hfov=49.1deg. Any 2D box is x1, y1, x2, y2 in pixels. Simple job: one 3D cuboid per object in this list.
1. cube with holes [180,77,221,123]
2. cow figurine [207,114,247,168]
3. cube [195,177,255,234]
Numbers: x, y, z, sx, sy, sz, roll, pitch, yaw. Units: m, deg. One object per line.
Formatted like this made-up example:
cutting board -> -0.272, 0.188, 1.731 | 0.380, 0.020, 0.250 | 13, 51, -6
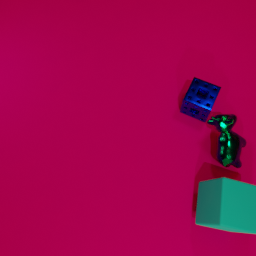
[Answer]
cube with holes -> 2.086, -0.810, 8.144 | 0.815, 0.815, 0.815 | 24, 71, 13
cow figurine -> 2.621, 0.320, 7.468 | 0.754, 1.351, 1.373 | -2, 64, 46
cube -> 2.420, 1.895, 6.808 | 1.081, 1.081, 1.081 | 16, 70, -13
